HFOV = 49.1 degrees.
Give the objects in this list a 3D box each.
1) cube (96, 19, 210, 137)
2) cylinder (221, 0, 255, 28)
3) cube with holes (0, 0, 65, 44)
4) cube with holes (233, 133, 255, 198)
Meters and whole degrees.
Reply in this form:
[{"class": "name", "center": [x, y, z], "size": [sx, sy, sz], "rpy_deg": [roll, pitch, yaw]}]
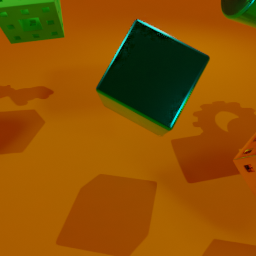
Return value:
[{"class": "cube", "center": [0.368, -0.724, 4.612], "size": [1.252, 1.252, 1.252], "rpy_deg": [29, 85, 3]}, {"class": "cylinder", "center": [2.836, -2.697, 5.577], "size": [1.386, 1.386, 1.386], "rpy_deg": [10, 33, -17]}, {"class": "cube with holes", "center": [-2.282, -2.922, 6.404], "size": [1.307, 1.307, 1.307], "rpy_deg": [-9, 76, -5]}, {"class": "cube with holes", "center": [2.197, 0.473, 3.594], "size": [0.967, 0.967, 0.967], "rpy_deg": [-36, 5, -35]}]
